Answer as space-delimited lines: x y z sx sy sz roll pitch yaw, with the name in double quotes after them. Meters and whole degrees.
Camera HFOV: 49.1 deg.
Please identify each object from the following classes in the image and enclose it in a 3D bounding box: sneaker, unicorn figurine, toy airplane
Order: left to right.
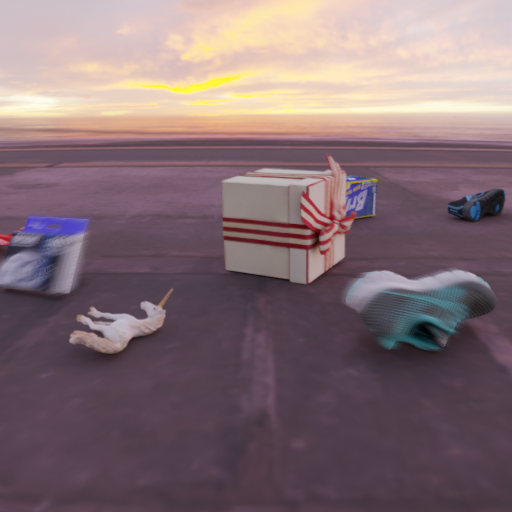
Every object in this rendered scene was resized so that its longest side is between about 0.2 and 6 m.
-5.349 -0.385 11.611 1.871 0.344 1.871 4 18 -1 "toy airplane"
-1.695 0.869 6.961 0.916 0.492 1.333 12 31 6 "unicorn figurine"
2.142 0.754 6.854 2.086 0.809 0.951 -1 45 -21 "sneaker"
5.786 -1.390 14.586 1.982 0.726 0.812 -12 20 -38 "sneaker"

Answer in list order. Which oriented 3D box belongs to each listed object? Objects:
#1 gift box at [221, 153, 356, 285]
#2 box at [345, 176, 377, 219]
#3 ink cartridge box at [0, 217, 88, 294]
0.581 -0.713 9.732 1.906 2.041 1.884 9 25 27 "gift box"
1.688 -1.376 13.973 2.876 1.008 0.925 -11 19 -33 "box"
-3.350 -0.069 8.791 1.234 1.246 0.270 3 -18 21 "ink cartridge box"
